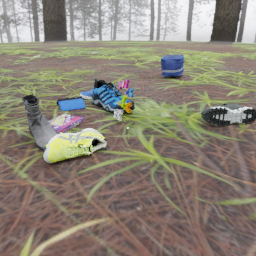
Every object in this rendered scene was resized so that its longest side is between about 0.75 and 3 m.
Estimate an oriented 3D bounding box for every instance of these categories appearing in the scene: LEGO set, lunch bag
[{"bbox_3d":[-0.212,-1.132,11.343,0.617,1.618,0.664,6,8,-46],"label":"LEGO set"},{"bbox_3d":[3.112,-4.271,19.416,1.408,1.371,2.072,5,23,21],"label":"lunch bag"}]

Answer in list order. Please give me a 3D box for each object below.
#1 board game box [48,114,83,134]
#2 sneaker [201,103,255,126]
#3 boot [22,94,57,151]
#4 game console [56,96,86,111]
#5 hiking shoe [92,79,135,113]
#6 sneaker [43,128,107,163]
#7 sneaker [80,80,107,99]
[{"bbox_3d":[-2.590,-0.148,10.823,0.986,0.265,1.643,14,26,22],"label":"board game box"},{"bbox_3d":[3.889,-0.580,11.230,2.333,0.775,1.055,-2,19,-14],"label":"sneaker"},{"bbox_3d":[-2.899,-0.209,9.138,0.757,1.428,2.169,-27,39,-32],"label":"boot"},{"bbox_3d":[-2.706,-1.075,13.238,1.175,0.695,1.003,-9,-7,-22],"label":"game console"},{"bbox_3d":[-0.784,-1.443,12.704,1.014,1.182,2.725,-20,30,-41],"label":"hiking shoe"},{"bbox_3d":[-1.545,0.513,8.442,0.803,0.792,2.102,19,30,40],"label":"sneaker"},{"bbox_3d":[-1.581,-1.992,14.282,1.824,1.015,0.700,6,23,14],"label":"sneaker"}]
